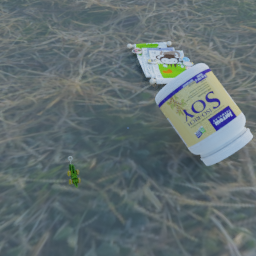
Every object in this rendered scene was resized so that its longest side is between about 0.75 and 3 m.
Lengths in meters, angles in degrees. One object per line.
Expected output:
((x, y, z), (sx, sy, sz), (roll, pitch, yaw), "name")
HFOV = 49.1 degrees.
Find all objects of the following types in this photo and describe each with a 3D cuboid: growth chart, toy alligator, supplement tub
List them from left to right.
((-1.361, 1.096, 6.911), (0.268, 0.194, 0.809), (-2, 66, -29), "toy alligator")
((1.382, -2.531, 10.694), (2.157, 0.264, 2.981), (-11, 46, -12), "growth chart")
((1.929, -0.333, 7.208), (1.620, 1.620, 2.229), (-32, 83, -27), "supplement tub")
